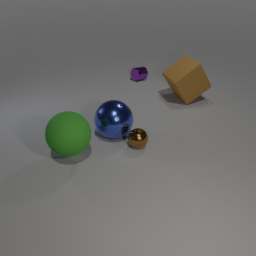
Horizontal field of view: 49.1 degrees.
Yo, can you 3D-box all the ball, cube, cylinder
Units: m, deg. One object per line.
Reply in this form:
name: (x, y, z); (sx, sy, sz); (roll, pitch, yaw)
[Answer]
ball: (-1.840, 0.180, 8.660); (1.400, 1.400, 1.400); (0, 30, 0)
cube: (2.669, -2.217, 12.803); (1.400, 1.400, 1.400); (-37, 34, 5)
ball: (0.346, 0.352, 9.603); (0.700, 0.700, 0.700); (0, 30, 0)
cylinder: (0.612, -2.978, 15.341); (0.700, 0.700, 0.700); (-17, 34, -36)
ball: (-0.508, -0.304, 10.035); (1.400, 1.400, 1.400); (0, 30, 0)
